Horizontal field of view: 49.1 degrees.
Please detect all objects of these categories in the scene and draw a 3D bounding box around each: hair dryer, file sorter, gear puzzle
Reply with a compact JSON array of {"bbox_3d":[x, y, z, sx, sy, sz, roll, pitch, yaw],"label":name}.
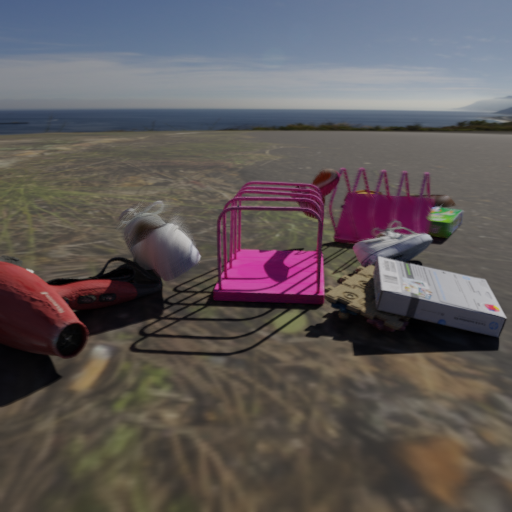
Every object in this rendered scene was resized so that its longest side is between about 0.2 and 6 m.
[{"bbox_3d":[-2.570,0.418,7.488,2.619,0.934,3.439,-2,17,-10],"label":"hair dryer"},{"bbox_3d":[2.472,-1.006,11.129,1.798,1.127,1.249,7,59,24],"label":"file sorter"},{"bbox_3d":[1.888,0.541,8.104,1.191,0.301,2.300,23,25,27],"label":"gear puzzle"},{"bbox_3d":[0.295,-0.324,9.080,1.626,1.468,2.340,2,16,6],"label":"file sorter"}]

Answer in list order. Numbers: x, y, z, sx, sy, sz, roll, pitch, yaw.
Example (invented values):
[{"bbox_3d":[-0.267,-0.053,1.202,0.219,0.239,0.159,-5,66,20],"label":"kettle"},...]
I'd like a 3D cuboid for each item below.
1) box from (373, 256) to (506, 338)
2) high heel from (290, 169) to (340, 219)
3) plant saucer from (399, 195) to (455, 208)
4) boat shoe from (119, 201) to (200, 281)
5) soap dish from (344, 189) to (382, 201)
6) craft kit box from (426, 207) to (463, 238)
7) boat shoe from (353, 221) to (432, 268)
[{"bbox_3d":[2.400,0.511,7.565,1.569,0.323,1.224,11,23,5],"label":"box"},{"bbox_3d":[1.333,-1.142,10.750,0.844,0.592,1.756,40,-14,-13],"label":"high heel"},{"bbox_3d":[4.216,-1.422,14.607,1.852,0.297,1.852,-3,7,0],"label":"plant saucer"},{"bbox_3d":[-1.737,-0.354,9.157,0.961,1.109,2.601,-35,18,-9],"label":"boat shoe"},{"bbox_3d":[3.009,-1.607,15.572,0.912,0.370,0.717,-11,19,-37],"label":"soap dish"},{"bbox_3d":[3.696,-0.842,12.838,1.719,0.417,1.698,9,21,27],"label":"craft kit box"},{"bbox_3d":[2.369,-0.245,9.969,1.734,0.640,0.739,-17,61,-32],"label":"boat shoe"}]
